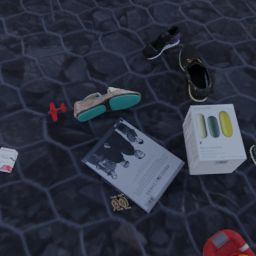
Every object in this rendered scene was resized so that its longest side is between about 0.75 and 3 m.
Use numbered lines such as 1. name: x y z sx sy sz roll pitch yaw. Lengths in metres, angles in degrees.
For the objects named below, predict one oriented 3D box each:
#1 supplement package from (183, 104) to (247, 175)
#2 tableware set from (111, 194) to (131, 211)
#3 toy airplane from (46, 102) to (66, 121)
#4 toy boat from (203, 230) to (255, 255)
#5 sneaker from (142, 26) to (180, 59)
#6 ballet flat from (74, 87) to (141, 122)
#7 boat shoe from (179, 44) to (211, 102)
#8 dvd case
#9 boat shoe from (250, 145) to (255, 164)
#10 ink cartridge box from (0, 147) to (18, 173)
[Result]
1. supplement package: 2.808 0.409 9.462 1.477 1.466 1.947 -3 64 -1
2. tableware set: -0.275 2.306 8.526 0.151 0.754 0.499 -29 90 -41
3. toy airplane: -2.734 -0.676 10.737 0.837 0.154 0.837 0 66 0
4. toy boat: 3.137 3.867 7.834 1.313 1.315 2.011 -30 67 -14
5. sneaker: 1.379 -3.694 11.836 1.952 0.855 0.739 -36 69 -16
6. ballet flat: -0.827 -1.061 10.565 2.598 0.884 0.874 -17 57 -10
7. boat shoe: 2.714 -2.389 11.227 0.987 0.845 2.697 -6 62 -2
8. dvd case: 0.173 1.202 9.695 2.887 0.357 2.170 35 68 16
9. boat shoe: 5.096 1.400 9.408 0.840 0.686 2.272 -27 67 -13
10. ink cartridge box: -4.254 1.115 9.756 0.547 0.319 0.756 10 64 5
